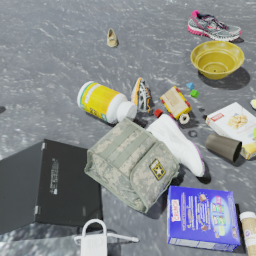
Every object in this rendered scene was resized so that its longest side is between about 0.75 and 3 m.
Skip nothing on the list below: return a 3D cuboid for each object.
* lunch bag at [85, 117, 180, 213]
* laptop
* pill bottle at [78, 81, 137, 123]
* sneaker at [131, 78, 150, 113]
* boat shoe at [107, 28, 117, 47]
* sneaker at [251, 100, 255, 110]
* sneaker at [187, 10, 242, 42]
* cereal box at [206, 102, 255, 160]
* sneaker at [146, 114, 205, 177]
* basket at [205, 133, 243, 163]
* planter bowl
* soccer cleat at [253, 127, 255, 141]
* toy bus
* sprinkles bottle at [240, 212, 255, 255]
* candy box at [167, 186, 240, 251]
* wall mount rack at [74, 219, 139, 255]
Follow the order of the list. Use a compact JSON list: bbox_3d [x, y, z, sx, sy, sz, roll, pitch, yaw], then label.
[{"bbox_3d":[0.198,1.013,7.729,2.187,1.286,1.794,34,49,16],"label":"lunch bag"},{"bbox_3d":[-2.296,1.766,7.808,2.686,1.557,2.515,16,43,-25],"label":"laptop"},{"bbox_3d":[-0.682,-0.792,9.531,1.894,1.068,1.068,26,52,22],"label":"pill bottle"},{"bbox_3d":[0.487,-1.160,10.235,0.667,0.676,1.728,15,50,-6],"label":"sneaker"},{"bbox_3d":[-0.784,-4.239,13.184,0.445,0.381,1.215,-8,48,-8],"label":"boat shoe"},{"bbox_3d":[5.032,-0.750,9.873,1.328,0.507,0.501,24,53,21],"label":"sneaker"},{"bbox_3d":[4.109,-4.833,13.347,2.559,0.955,1.032,19,50,16],"label":"sneaker"},{"bbox_3d":[3.726,0.031,9.227,1.379,0.379,1.917,-24,52,-21],"label":"cereal box"},{"bbox_3d":[1.369,0.664,8.493,1.182,0.889,2.374,-32,51,-4],"label":"sneaker"},{"bbox_3d":[2.899,0.553,8.541,0.931,0.839,0.633,25,61,33],"label":"basket"},{"bbox_3d":[3.526,-2.554,11.241,2.008,0.836,2.008,-5,51,6],"label":"planter bowl"},{"bbox_3d":[4.601,0.696,8.280,2.105,0.711,0.853,47,25,19],"label":"soccer cleat"},{"bbox_3d":[1.771,-0.703,9.619,1.425,0.780,1.510,5,68,42],"label":"toy bus"},{"bbox_3d":[3.034,2.633,6.828,0.377,0.377,1.105,3,47,3],"label":"sprinkles bottle"},{"bbox_3d":[1.811,2.237,7.024,1.627,0.627,1.376,6,49,4],"label":"candy box"},{"bbox_3d":[-0.483,2.998,6.365,1.523,0.653,1.753,-5,47,0],"label":"wall mount rack"}]
